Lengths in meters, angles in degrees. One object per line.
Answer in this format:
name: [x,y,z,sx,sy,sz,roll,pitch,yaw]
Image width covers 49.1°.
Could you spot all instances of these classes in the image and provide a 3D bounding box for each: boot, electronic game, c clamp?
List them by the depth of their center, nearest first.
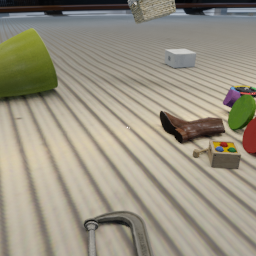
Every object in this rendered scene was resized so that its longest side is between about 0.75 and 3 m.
c clamp: [-0.317,1.760,3.987,1.399,0.222,1.637,-1,27,-2]
boot: [1.736,-0.161,7.572,1.446,0.464,1.348,-14,42,-20]
electronic game: [4.304,-1.372,10.294,1.070,0.223,1.070,0,26,0]

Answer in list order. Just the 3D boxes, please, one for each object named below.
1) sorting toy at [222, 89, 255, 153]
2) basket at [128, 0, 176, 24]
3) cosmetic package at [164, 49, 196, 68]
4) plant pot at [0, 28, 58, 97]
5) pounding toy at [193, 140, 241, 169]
sorting toy: [3.428,-0.184,7.465,1.001,1.008,2.907,21,27,-10]
basket: [0.888,-4.425,10.179,1.470,0.907,0.996,-20,17,-14]
cosmetic package: [2.597,-3.493,14.006,1.160,0.713,1.156,-8,27,-15]
plant pot: [-4.057,-2.022,9.810,2.395,2.241,2.241,-27,35,-22]
pounding toy: [1.949,0.492,6.310,0.933,0.427,0.820,3,27,6]
